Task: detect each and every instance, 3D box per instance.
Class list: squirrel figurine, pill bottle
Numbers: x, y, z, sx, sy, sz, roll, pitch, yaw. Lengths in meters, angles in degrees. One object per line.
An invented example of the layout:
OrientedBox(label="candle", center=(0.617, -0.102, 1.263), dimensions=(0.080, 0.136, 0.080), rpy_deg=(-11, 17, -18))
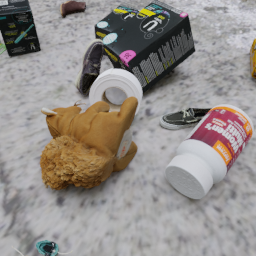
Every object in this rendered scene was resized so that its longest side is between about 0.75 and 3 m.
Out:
OrientedBox(label="squirrel figurine", center=(-1.240, 0.280, 6.897), dimensions=(2.369, 1.796, 2.538), rpy_deg=(18, 51, 21))
OrientedBox(label="pill bottle", center=(2.018, 0.548, 6.924), dimensions=(1.281, 1.281, 2.339), rpy_deg=(32, 58, 24))

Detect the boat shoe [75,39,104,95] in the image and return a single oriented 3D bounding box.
OrientedBox(label="boat shoe", center=(-1.109, -1.793, 8.533), dimensions=(0.650, 1.807, 0.585), rpy_deg=(1, 42, -39))

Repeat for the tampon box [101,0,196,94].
OrientedBox(label="tampon box", center=(0.638, -2.579, 8.820), dimensions=(2.286, 1.443, 1.713), rpy_deg=(-39, 50, -6))

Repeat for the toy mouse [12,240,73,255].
OrientedBox(label="toy mouse", center=(-1.659, 2.790, 5.751), dimensions=(1.132, 0.246, 1.274), rpy_deg=(-21, 54, -16))

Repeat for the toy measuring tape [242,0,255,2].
OrientedBox(label="toy measuring tape", center=(6.454, -5.292, 11.885), dimensions=(2.972, 1.093, 1.093), rpy_deg=(6, 51, 4))

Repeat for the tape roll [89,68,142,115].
OrientedBox(label="tape roll", center=(-0.336, -0.904, 7.928), dimensions=(1.480, 1.480, 0.518), rpy_deg=(7, 30, 6))

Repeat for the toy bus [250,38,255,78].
OrientedBox(label="toy bus", center=(4.620, -2.345, 9.612), dimensions=(0.636, 0.764, 1.953), rpy_deg=(11, 52, 7))

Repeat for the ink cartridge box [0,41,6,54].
OrientedBox(label="ink cartridge box", center=(-5.371, -3.238, 10.541), dimensions=(1.537, 0.456, 0.798), rpy_deg=(18, 51, 14))

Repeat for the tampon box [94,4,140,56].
OrientedBox(label="tampon box", center=(-0.180, -3.517, 10.343), dimensions=(1.338, 1.127, 1.786), rpy_deg=(24, 55, 19))

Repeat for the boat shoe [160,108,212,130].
OrientedBox(label="boat shoe", center=(1.740, -0.358, 8.146), dimensions=(1.642, 0.523, 0.580), rpy_deg=(-6, 51, -5))

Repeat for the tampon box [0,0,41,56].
OrientedBox(label="tampon box", center=(-3.962, -3.625, 10.098), dimensions=(1.207, 1.611, 1.017), rpy_deg=(-14, 52, -14))

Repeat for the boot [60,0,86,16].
OrientedBox(label="boot", center=(-2.383, -5.233, 12.195), dimensions=(0.983, 0.427, 1.182), rpy_deg=(3, 47, 4))
